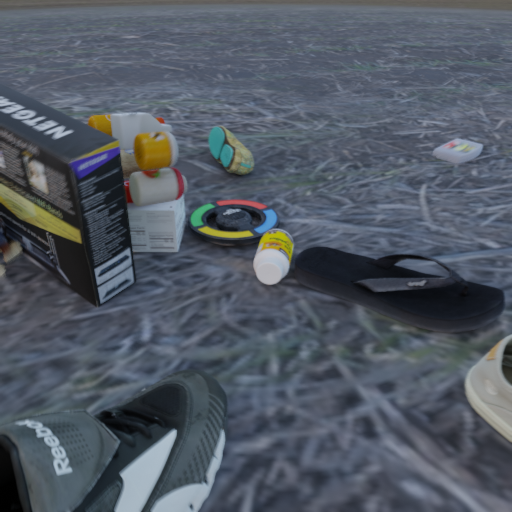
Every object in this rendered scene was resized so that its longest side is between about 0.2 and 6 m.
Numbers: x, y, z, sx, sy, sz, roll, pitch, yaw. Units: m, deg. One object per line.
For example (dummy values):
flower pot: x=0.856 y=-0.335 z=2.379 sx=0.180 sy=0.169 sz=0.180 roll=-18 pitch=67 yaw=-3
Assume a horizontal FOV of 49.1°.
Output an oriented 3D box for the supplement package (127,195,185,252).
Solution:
supplement package: x=-1.927 y=-0.642 z=9.220 sx=1.385 sy=0.768 sz=1.079 roll=1 pitch=30 yaw=0

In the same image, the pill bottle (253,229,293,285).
pill bottle: x=0.255 y=0.022 z=8.298 sx=0.520 sy=0.520 sz=0.952 roll=4 pitch=30 yaw=8

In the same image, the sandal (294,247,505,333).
sandal: x=1.865 y=0.324 z=7.657 sx=2.898 sy=0.620 sz=1.102 roll=13 pitch=32 yaw=22

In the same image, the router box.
router box: x=-3.004 y=-0.928 z=7.750 sx=2.920 sy=2.296 sz=0.763 roll=28 pitch=46 yaw=27

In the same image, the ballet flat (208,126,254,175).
ballet flat: x=-0.535 y=-2.299 z=12.376 sx=0.732 sy=0.732 sz=2.071 roll=-8 pitch=30 yaw=-14

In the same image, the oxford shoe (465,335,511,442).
oxford shoe: x=3.261 y=1.709 z=4.960 sx=1.168 sy=0.897 sz=3.107 roll=-15 pitch=35 yaw=-30

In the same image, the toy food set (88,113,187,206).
toy food set: x=-1.547 y=-1.515 z=8.516 sx=1.245 sy=1.320 sz=2.766 roll=-12 pitch=19 yaw=-28

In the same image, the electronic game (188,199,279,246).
electronic game: x=-0.382 y=-0.610 z=9.614 sx=1.574 sy=0.328 sz=1.574 roll=0 pitch=30 yaw=0

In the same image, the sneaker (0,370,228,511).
sneaker: x=-1.325 y=1.717 z=4.212 sx=1.164 sy=1.585 sz=3.502 roll=19 pitch=34 yaw=28

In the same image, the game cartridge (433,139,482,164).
game cartridge: x=4.709 y=-2.427 z=12.937 sx=1.126 sy=0.230 sz=0.750 roll=-28 pitch=44 yaw=-36

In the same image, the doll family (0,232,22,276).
doll family: x=-4.106 y=-0.379 z=7.718 sx=0.957 sy=1.410 sz=2.439 roll=-48 pitch=27 yaw=-26
